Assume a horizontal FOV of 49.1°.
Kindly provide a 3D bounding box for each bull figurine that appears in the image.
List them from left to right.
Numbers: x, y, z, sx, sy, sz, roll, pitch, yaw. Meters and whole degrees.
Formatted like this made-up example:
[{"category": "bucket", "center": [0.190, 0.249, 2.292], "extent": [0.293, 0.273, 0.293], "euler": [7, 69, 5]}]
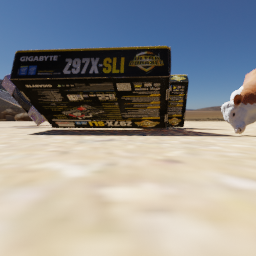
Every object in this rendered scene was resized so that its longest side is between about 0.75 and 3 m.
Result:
[{"category": "bull figurine", "center": [2.111, -0.423, 4.249], "extent": [1.107, 0.594, 1.824], "euler": [26, 41, 15]}]

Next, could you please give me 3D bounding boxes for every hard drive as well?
[{"category": "hard drive", "center": [-3.772, -0.774, 11.112], "extent": [1.562, 0.311, 2.369], "euler": [21, -6, 19]}]

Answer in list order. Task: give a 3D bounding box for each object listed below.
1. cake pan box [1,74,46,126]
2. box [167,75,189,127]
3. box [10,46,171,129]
[{"category": "cake pan box", "center": [-2.690, -1.122, 8.783], "extent": [1.865, 1.718, 0.488], "euler": [-36, -8, -49]}, {"category": "box", "center": [0.675, -0.702, 7.578], "extent": [1.792, 1.431, 0.442], "euler": [-1, 37, 3]}, {"category": "box", "center": [-0.546, -0.669, 5.597], "extent": [2.733, 0.674, 2.183], "euler": [0, -21, 7]}]
